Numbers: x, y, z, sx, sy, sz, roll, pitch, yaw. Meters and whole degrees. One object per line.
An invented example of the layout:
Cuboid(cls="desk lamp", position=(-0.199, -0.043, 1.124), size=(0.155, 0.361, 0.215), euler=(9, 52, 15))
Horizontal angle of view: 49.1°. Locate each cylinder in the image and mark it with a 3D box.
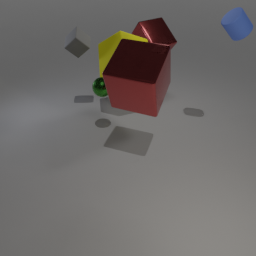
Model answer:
Cuboid(cls="cylinder", position=(3.322, -3.158, 8.536), size=(0.700, 0.700, 0.700), euler=(-34, 35, 28))

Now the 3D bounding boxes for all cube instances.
Cuboid(cls="cube", position=(-0.162, -2.653, 10.736), size=(1.400, 1.400, 1.400), euler=(2, -9, -41))
Cuboid(cls="cube", position=(0.308, -1.368, 7.658), size=(1.400, 1.400, 1.400), euler=(14, 60, 17))
Cuboid(cls="cube", position=(1.043, -3.868, 12.601), size=(1.400, 1.400, 1.400), euler=(-24, 80, -31))
Cuboid(cls="cube", position=(-1.938, -3.282, 10.744), size=(0.700, 0.700, 0.700), euler=(-30, 47, 32))

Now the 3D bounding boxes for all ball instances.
Cuboid(cls="ball", position=(-0.900, -1.431, 9.798), size=(0.700, 0.700, 0.700), euler=(0, 31, 0))
